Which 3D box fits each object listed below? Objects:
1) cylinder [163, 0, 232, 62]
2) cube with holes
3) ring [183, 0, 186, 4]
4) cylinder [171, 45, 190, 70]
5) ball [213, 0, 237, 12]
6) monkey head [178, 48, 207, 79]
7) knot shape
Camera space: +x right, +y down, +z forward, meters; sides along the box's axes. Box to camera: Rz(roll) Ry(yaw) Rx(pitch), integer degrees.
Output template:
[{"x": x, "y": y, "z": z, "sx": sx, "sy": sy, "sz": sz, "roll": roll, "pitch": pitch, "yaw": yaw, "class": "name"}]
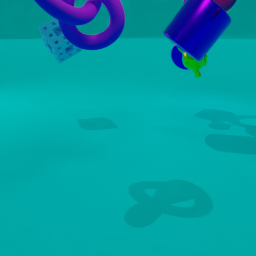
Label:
[{"x": 1.791, "y": -2.626, "z": 7.363, "sx": 1.276, "sy": 1.276, "sz": 1.276, "roll": 34, "pitch": 17, "yaw": -12, "class": "cylinder"}, {"x": -2.141, "y": -2.845, "z": 9.008, "sx": 0.907, "sy": 0.907, "sz": 0.907, "roll": -36, "pitch": -13, "yaw": -15, "class": "cube with holes"}, {"x": 2.616, "y": -4.284, "z": 9.054, "sx": 1.753, "sy": 1.753, "sz": 0.351, "roll": -7, "pitch": 55, "yaw": -20, "class": "ring"}, {"x": 2.190, "y": -2.809, "z": 9.968, "sx": 1.096, "sy": 1.096, "sz": 1.096, "roll": 8, "pitch": 43, "yaw": 22, "class": "cylinder"}, {"x": 2.554, "y": -3.901, "z": 8.067, "sx": 1.229, "sy": 1.229, "sz": 1.229, "roll": 0, "pitch": 20, "yaw": 0, "class": "ball"}, {"x": 2.016, "y": -2.165, "z": 8.944, "sx": 0.768, "sy": 1.275, "sz": 0.917, "roll": -34, "pitch": 4, "yaw": -28, "class": "monkey head"}, {"x": -0.737, "y": -2.440, "z": 4.904, "sx": 0.857, "sy": 1.735, "sz": 1.854, "roll": 20, "pitch": -7, "yaw": 43, "class": "knot shape"}]
